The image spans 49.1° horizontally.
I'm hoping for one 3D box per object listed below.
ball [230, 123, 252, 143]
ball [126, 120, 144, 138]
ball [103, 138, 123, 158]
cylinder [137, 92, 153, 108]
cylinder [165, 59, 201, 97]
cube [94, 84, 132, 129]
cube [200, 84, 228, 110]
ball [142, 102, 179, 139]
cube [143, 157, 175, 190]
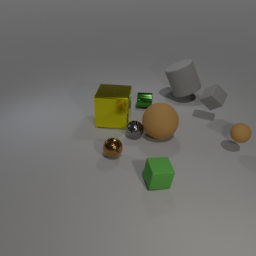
[{"bbox_3d":[3.930,0.176,9.766,0.700,0.700,0.700,0,30,0],"label":"ball"},{"bbox_3d":[0.258,0.054,10.874,0.700,0.700,0.700,0,30,0],"label":"ball"},{"bbox_3d":[-0.530,0.684,9.731,0.700,0.700,0.700,0,30,0],"label":"ball"},{"bbox_3d":[0.792,-1.314,13.177,0.700,0.700,0.700,4,31,6],"label":"cylinder"},{"bbox_3d":[2.682,-2.420,13.625,1.400,1.400,1.400,-22,21,9],"label":"cylinder"},{"bbox_3d":[-0.601,-0.931,11.804,1.400,1.400,1.400,4,31,4],"label":"cube"},{"bbox_3d":[3.554,-1.277,11.627,0.700,0.700,0.700,-23,32,57],"label":"cube"},{"bbox_3d":[1.239,-0.274,10.703,1.400,1.400,1.400,0,30,0],"label":"ball"},{"bbox_3d":[0.924,1.370,8.490,0.700,0.700,0.700,-1,36,-14],"label":"cube"}]
